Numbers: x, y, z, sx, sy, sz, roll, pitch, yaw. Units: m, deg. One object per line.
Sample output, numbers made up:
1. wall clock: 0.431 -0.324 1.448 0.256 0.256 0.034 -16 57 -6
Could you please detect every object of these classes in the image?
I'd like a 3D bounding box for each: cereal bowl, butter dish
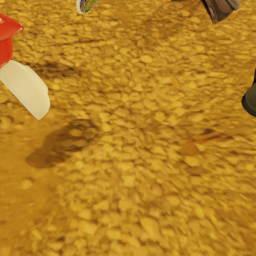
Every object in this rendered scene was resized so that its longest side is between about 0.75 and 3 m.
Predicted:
1. cereal bowl: -2.473 -1.011 6.813 1.636 1.636 0.681 39 74 23
2. butter dish: -3.097 -1.500 5.547 1.771 1.313 1.776 32 55 26

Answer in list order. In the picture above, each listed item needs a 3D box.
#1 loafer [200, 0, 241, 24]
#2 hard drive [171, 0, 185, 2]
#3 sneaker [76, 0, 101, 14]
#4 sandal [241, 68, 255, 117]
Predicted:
1. loafer: 1.822 -3.968 7.498 2.845 0.896 1.023 37 31 -19
2. hard drive: 1.999 -4.511 9.296 1.024 0.714 0.168 -8 79 -6
3. sneaker: -0.450 -4.299 8.395 1.349 2.568 0.973 14 48 -39
4. sandal: 3.154 -0.990 6.217 0.757 0.482 2.014 37 55 2
